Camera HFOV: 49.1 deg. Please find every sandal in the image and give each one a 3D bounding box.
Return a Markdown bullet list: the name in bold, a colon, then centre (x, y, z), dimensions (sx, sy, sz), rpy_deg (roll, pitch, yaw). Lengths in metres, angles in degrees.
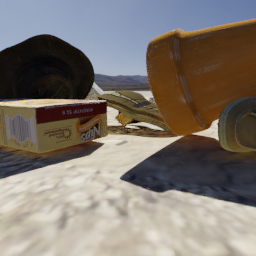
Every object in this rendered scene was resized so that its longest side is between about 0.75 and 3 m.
- **sandal**: centre (0.212, -0.354, 7.245), dimensions (1.159, 0.779, 2.884), rpy_deg (-16, 32, -42)

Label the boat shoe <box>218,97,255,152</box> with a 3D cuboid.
- **boat shoe**: centre (2.415, -0.057, 4.442), dimensions (2.408, 0.878, 0.758), rpy_deg (0, 1, -32)

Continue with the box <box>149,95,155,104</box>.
- **box**: centre (1.894, -1.078, 11.946), dimensions (1.980, 0.523, 2.539), rpy_deg (4, 8, 4)

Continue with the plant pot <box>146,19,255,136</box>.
- **plant pot**: centre (1.708, -1.074, 5.443), dimensions (1.952, 2.132, 2.132), rpy_deg (-15, 1, 30)

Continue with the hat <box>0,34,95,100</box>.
- **hat**: centre (-2.266, -0.961, 7.506), dimensions (2.889, 2.889, 1.165), rpy_deg (-2, 49, -16)

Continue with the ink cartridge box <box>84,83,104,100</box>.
- **ink cartridge box**: centre (-1.846, -1.342, 9.282), dimensions (1.287, 1.768, 0.424), rpy_deg (-28, 33, 29)

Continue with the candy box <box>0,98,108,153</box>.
- **candy box**: centre (-1.928, -0.170, 5.491), dimensions (2.748, 0.760, 1.586), rpy_deg (6, 11, 37)
